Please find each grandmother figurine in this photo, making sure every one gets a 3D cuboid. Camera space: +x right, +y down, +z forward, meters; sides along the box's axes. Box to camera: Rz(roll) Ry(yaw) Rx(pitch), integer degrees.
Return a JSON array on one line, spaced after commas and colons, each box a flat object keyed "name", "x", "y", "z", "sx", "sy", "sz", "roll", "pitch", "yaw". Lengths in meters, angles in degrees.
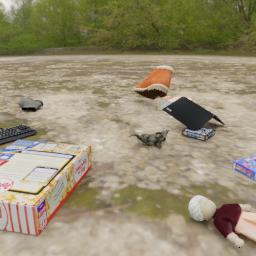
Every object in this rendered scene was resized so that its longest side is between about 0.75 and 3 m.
[{"name": "grandmother figurine", "x": 1.995, "y": 1.661, "z": 5.035, "sx": 1.833, "sy": 0.555, "sz": 1.112, "roll": 13, "pitch": 15, "yaw": 28}]

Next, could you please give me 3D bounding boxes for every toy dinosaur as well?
[{"name": "toy dinosaur", "x": 0.731, "y": 0.367, "z": 9.080, "sx": 1.475, "sy": 0.568, "sz": 0.755, "roll": -8, "pitch": 8, "yaw": -9}]

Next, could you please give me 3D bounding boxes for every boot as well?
[{"name": "boot", "x": -4.821, "y": -1.077, "z": 13.346, "sx": 1.378, "sy": 0.467, "sz": 0.900, "roll": 3, "pitch": 24, "yaw": 14}, {"name": "boot", "x": 1.287, "y": -2.275, "z": 14.016, "sx": 1.045, "sy": 1.494, "sz": 2.786, "roll": 24, "pitch": -10, "yaw": -26}]

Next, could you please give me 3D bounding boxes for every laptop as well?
[{"name": "laptop", "x": 2.574, "y": -0.427, "z": 10.861, "sx": 1.655, "sy": 0.964, "sz": 1.867, "roll": 41, "pitch": 9, "yaw": 37}]

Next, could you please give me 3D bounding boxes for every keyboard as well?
[{"name": "keyboard", "x": -4.420, "y": 0.236, "z": 9.682, "sx": 1.289, "sy": 0.275, "sz": 2.146, "roll": 15, "pitch": 23, "yaw": 38}]

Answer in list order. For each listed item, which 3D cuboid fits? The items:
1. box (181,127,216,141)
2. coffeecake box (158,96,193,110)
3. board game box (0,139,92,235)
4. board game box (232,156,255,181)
[{"name": "box", "x": 2.513, "y": 0.151, "z": 9.968, "sx": 0.913, "sy": 0.227, "sz": 0.906, "roll": 15, "pitch": 23, "yaw": 35}, {"name": "coffeecake box", "x": 2.291, "y": -1.147, "z": 13.397, "sx": 1.384, "sy": 0.506, "sz": 1.062, "roll": 9, "pitch": 21, "yaw": 25}, {"name": "board game box", "x": -2.325, "y": 1.111, "z": 6.407, "sx": 2.165, "sy": 0.662, "sz": 2.858, "roll": 4, "pitch": 19, "yaw": 13}, {"name": "board game box", "x": 3.439, "y": 1.011, "z": 7.376, "sx": 1.094, "sy": 0.245, "sz": 0.736, "roll": -8, "pitch": 20, "yaw": -22}]
